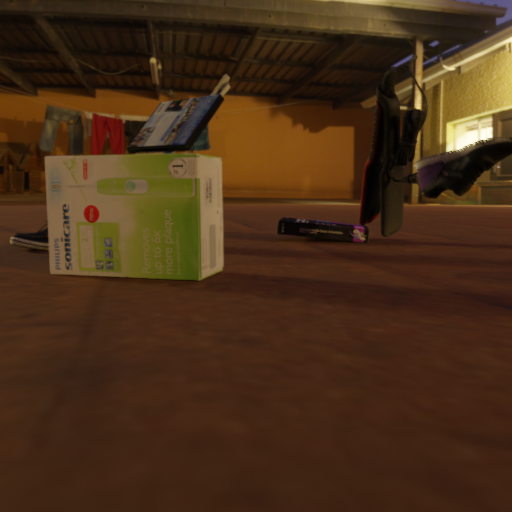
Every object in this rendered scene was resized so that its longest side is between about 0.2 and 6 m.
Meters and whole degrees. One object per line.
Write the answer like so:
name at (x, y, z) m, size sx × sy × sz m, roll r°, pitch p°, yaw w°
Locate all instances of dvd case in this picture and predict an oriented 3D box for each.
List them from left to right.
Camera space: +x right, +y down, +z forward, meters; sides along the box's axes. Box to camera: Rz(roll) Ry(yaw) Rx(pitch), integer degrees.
dvd case at (-1.056, -1.672, 7.171) m, size 1.249 × 0.891 × 0.110 m, roll 8°, pitch -29°, yaw 43°

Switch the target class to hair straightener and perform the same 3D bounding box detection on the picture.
hair straightener at (2.884, -1.966, 10.945) m, size 0.766 × 3.742 × 1.440 m, roll -23°, pitch 42°, yaw -32°

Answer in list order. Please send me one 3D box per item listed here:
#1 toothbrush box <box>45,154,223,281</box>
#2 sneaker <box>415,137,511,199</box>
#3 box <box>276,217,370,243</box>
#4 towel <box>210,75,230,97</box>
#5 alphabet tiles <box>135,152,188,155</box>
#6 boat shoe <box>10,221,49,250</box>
toothbrush box at (-1.550, -0.524, 7.250) m, size 2.103 × 1.531 × 0.905 m, roll 3°, pitch 8°, yaw 17°
sneaker at (3.630, -1.439, 9.531) m, size 0.675 × 0.781 × 1.783 m, roll 0°, pitch -11°, yaw -44°
box at (1.482, -0.592, 12.462) m, size 1.957 × 0.353 × 1.399 m, roll 5°, pitch 7°, yaw 6°
towel at (-0.975, -2.754, 11.071) m, size 0.242 × 1.404 × 1.352 m, roll 32°, pitch -19°, yaw -7°
alphabet tiles at (-2.131, -1.532, 11.173) m, size 0.086 × 2.704 × 2.250 m, roll 22°, pitch -3°, yaw -36°
boat shoe at (-3.738, -0.451, 10.725) m, size 0.741 × 0.618 × 1.987 m, roll 8°, pitch 12°, yaw 41°
